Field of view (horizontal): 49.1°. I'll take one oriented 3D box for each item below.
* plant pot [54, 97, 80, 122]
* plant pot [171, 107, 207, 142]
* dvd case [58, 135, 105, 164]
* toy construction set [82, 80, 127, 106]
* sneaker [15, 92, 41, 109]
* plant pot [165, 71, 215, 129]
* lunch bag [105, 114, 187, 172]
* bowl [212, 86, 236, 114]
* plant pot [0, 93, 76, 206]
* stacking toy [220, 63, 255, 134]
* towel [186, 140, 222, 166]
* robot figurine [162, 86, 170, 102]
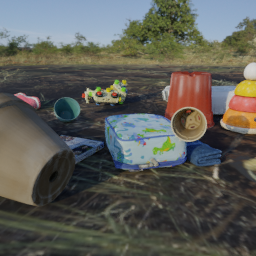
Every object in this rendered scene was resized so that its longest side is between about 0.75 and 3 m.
[{"bbox_3d":[-2.488,-0.633,11.327,1.010,1.010,0.680,-6,-21,-20],"label":"plant pot"},{"bbox_3d":[1.469,-0.143,6.674,0.800,0.800,0.733,5,12,15],"label":"plant pot"},{"bbox_3d":[-2.020,0.695,7.827,1.754,0.216,2.459,7,18,27],"label":"dvd case"},{"bbox_3d":[-1.170,-1.848,14.842,2.541,1.170,1.666,-9,41,-6],"label":"toy construction set"},{"bbox_3d":[-5.244,-1.288,13.720,1.973,0.727,0.856,9,20,28],"label":"sneaker"},{"bbox_3d":[2.430,-1.167,11.023,2.051,1.995,2.051,0,16,0],"label":"plant pot"},{"bbox_3d":[0.446,0.287,7.765,1.988,1.020,2.473,-5,17,-13],"label":"lunch bag"},{"bbox_3d":[4.280,-1.397,13.379,2.665,0.995,2.661,2,17,17],"label":"bowl"},{"bbox_3d":[-2.130,0.593,5.577,1.804,2.079,2.079,26,26,21],"label":"plant pot"},{"bbox_3d":[4.318,-1.098,10.040,1.764,2.414,1.764,-1,17,0],"label":"stacking toy"},{"bbox_3d":[1.858,0.610,7.834,0.846,0.368,1.515,-6,17,-17],"label":"towel"},{"bbox_3d":[2.618,-1.918,15.500,1.633,0.922,1.385,-14,8,-40],"label":"robot figurine"}]
